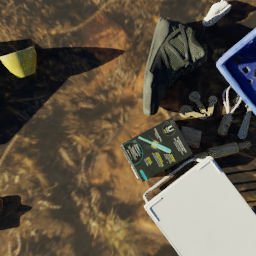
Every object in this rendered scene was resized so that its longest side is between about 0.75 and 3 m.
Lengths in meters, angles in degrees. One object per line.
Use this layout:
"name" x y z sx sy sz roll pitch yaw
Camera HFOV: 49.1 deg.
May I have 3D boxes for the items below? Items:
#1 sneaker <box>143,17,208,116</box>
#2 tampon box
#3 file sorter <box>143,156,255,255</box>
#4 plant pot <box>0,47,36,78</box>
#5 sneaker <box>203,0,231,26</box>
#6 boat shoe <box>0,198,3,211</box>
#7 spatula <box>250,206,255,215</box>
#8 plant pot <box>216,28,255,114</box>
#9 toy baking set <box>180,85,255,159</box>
"sneaker" 1.367 -1.689 8.146 1.696 1.132 2.961 14 79 8
"tampon box" 0.758 0.622 7.950 1.594 1.006 1.195 -28 86 -7
"file sorter" 2.012 2.467 7.392 2.004 1.798 2.888 -37 88 -4
"plant pot" -3.157 -1.916 8.338 1.018 1.018 0.723 -17 111 -2
"sneaker" 2.702 -3.589 8.747 1.054 0.403 0.424 -37 76 -8
"boat shoe" -4.071 2.567 8.117 0.409 0.408 1.161 27 84 4
"spatula" 3.722 3.154 8.175 0.476 0.173 1.684 -3 84 -1
"plant pot" 3.939 -1.725 7.110 1.893 2.106 2.106 -37 87 -13
"toy baking set" 2.813 -0.202 8.413 2.767 0.322 2.123 -10 85 -1
